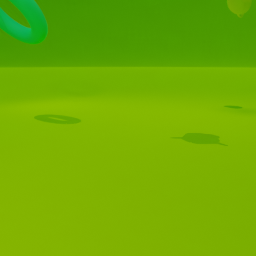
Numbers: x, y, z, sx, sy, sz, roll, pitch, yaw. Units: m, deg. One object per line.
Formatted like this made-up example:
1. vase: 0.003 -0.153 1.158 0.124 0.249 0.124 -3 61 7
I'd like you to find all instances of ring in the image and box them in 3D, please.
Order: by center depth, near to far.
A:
1. ring: -2.729 -2.732 6.512 1.908 0.382 1.908 26 -21 11

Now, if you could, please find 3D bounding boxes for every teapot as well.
1. teapot: 3.359 -3.830 8.310 0.579 1.182 0.735 -42 48 -19
